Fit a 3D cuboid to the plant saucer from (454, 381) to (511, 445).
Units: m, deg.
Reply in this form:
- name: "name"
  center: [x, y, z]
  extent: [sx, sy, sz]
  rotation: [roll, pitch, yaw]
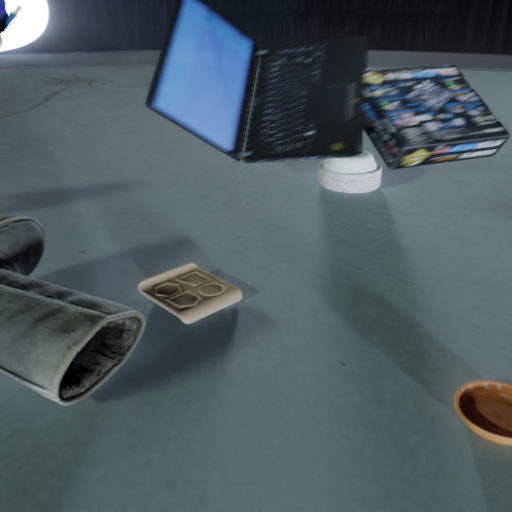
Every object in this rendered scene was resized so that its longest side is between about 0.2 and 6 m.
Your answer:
- name: "plant saucer"
  center: [2.650, 1.720, 6.094]
  extent: [0.962, 0.180, 0.962]
  rotation: [1, 26, 0]

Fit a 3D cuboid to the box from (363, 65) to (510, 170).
- name: "box"
  center: [3.080, -2.591, 10.225]
  extent: [2.492, 0.573, 1.981]
  rotation: [-11, 60, -23]

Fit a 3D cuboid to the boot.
- name: "boot"
  center: [-2.881, 0.513, 7.537]
  extent: [3.144, 1.141, 2.859]
  rotation: [4, 39, 25]

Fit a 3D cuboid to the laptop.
- name: "laptop"
  center: [0.145, -2.607, 7.843]
  extent: [2.624, 1.355, 2.325]
  rotation: [0, 61, 17]

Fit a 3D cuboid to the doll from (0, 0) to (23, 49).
- name: "doll"
  center: [-3.991, -3.656, 8.501]
  extent: [0.340, 1.402, 0.957]
  rotation: [47, 59, 6]

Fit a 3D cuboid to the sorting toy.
- name: "sorting toy"
  center: [-1.012, 0.570, 8.532]
  extent: [1.141, 0.225, 1.233]
  rotation: [-22, 38, -38]

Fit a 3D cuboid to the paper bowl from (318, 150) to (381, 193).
- name: "paper bowl"
  center: [2.255, -2.097, 13.490]
  extent: [1.503, 0.782, 1.503]
  rotation: [-1, 26, 0]
